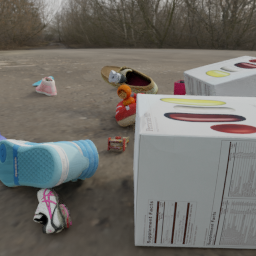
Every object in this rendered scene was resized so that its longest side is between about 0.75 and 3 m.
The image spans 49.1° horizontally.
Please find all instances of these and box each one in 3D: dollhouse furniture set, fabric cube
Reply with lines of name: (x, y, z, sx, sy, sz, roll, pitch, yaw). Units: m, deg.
dollhouse furniture set: (-0.266, 0.447, 8.104, 0.469, 0.355, 0.872, 3, 3, 10)
fabric cube: (2.740, -1.798, 13.475, 0.848, 0.862, 0.864, 11, 22, 30)

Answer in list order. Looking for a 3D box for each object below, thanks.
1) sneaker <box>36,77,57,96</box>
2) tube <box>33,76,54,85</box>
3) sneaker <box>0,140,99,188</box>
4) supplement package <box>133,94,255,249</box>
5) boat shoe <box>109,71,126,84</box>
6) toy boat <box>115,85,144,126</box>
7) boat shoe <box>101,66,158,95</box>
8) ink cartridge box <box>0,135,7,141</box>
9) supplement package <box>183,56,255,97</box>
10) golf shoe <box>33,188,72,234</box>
sneaker: (-4.323, -2.254, 14.708, 0.652, 0.905, 1.732, -19, 26, -38)
tube: (-5.135, -2.816, 17.121, 0.588, 0.383, 1.519, -1, 22, 24)
sneaker: (-1.765, 0.754, 6.374, 2.628, 1.045, 1.716, 4, 3, 39)
supplement package: (1.442, 0.576, 5.182, 2.641, 1.942, 2.525, 1, 20, 0)
boat shoe: (-0.360, -1.607, 9.042, 0.323, 0.392, 1.142, 11, 12, -20)
toy boat: (0.028, -0.932, 9.962, 1.268, 1.270, 1.943, -24, 22, 10)
boat shoe: (-0.014, -2.130, 11.703, 2.710, 1.003, 0.899, 22, -17, 20)
ink cartridge box: (-4.822, 0.178, 7.683, 2.662, 1.016, 1.816, -1, 19, 2)
supplement package: (3.517, -1.086, 9.254, 2.468, 1.898, 2.581, -15, 21, -4)
golf shoe: (-1.467, 1.444, 5.043, 0.538, 0.425, 1.169, -13, 23, -32)
